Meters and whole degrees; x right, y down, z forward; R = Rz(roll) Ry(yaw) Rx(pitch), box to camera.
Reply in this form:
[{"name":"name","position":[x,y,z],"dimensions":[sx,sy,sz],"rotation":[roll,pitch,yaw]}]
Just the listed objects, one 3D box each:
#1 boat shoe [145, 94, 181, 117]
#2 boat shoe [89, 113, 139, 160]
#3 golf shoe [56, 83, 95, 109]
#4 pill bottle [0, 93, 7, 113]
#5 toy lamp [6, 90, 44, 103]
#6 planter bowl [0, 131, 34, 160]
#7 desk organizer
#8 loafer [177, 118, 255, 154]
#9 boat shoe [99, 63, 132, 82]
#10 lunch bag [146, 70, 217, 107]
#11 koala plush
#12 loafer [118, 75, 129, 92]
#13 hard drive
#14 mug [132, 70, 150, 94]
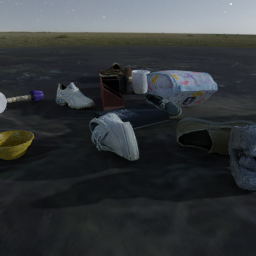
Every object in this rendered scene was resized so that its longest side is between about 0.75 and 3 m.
[{"name":"boat shoe","position":[1.249,-0.859,10.311],"dimensions":[1.525,0.555,0.471],"rotation":[32,0,32]},{"name":"boat shoe","position":[-0.481,0.261,7.411],"dimensions":[0.955,0.935,2.681],"rotation":[-15,18,-14]},{"name":"golf shoe","position":[-2.222,-1.340,11.516],"dimensions":[1.978,0.962,0.775],"rotation":[14,22,29]},{"name":"pill bottle","position":[-5.545,-1.033,10.830],"dimensions":[1.454,0.827,0.827],"rotation":[9,22,20]},{"name":"toy lamp","position":[-4.554,-1.255,11.884],"dimensions":[1.934,0.563,0.563],"rotation":[-18,27,-39]},{"name":"planter bowl","position":[-3.004,0.492,7.187],"dimensions":[1.173,0.489,1.173],"rotation":[0,19,0]},{"name":"desk organizer","position":[-0.711,-1.509,11.901],"dimensions":[0.903,0.970,2.519],"rotation":[-4,21,-7]},{"name":"loafer","position":[2.389,0.344,7.233],"dimensions":[2.503,0.941,0.872],"rotation":[5,32,28]},{"name":"boat shoe","position":[-0.751,-3.549,17.422],"dimensions":[2.713,1.004,1.002],"rotation":[17,26,39]},{"name":"lunch bag","position":[2.107,-1.607,11.489],"dimensions":[2.030,1.522,2.394],"rotation":[-7,11,-23]},{"name":"koala plush","position":[3.049,0.519,6.026],"dimensions":[1.524,1.351,1.400],"rotation":[-1,10,9]},{"name":"loafer","position":[-0.458,-2.265,14.391],"dimensions":[0.821,0.840,2.302],"rotation":[-1,10,8]},{"name":"hard drive","position":[0.143,-0.392,9.764],"dimensions":[2.173,0.357,1.516],"rotation":[-14,24,-32]},{"name":"mug","position":[0.602,-2.323,14.008],"dimensions":[0.893,1.060,1.209],"rotation":[-3,20,-8]}]
